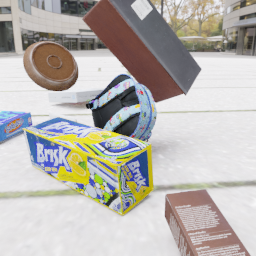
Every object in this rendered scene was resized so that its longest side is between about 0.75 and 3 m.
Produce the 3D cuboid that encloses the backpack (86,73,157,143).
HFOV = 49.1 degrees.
[{"bbox_3d":[-0.022,-0.320,6.259,1.156,1.569,1.719,2,-27,-36],"label":"backpack"}]

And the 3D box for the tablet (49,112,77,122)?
[{"bbox_3d":[-1.727,-0.005,7.563,1.135,0.738,0.077,13,28,37],"label":"tablet"}]

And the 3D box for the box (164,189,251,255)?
[{"bbox_3d":[0.881,1.272,3.336,0.587,0.439,1.172,-5,29,-9],"label":"box"}]

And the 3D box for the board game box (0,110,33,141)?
[{"bbox_3d":[-4.176,-0.102,8.141,2.127,0.479,1.618,3,19,16],"label":"board game box"}]

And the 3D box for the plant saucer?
[{"bbox_3d":[-1.423,-1.224,5.355,1.092,1.092,0.188,-14,-11,-37],"label":"plant saucer"}]

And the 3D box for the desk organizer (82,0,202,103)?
[{"bbox_3d":[0.355,-1.890,6.376,1.045,2.715,0.973,-14,35,53],"label":"desk organizer"}]

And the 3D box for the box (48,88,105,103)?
[{"bbox_3d":[-1.932,-1.439,12.083,1.799,0.475,2.307,5,12,38],"label":"box"}]

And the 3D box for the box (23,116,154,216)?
[{"bbox_3d":[-0.856,0.543,5.326,2.743,0.961,0.882,14,29,40],"label":"box"}]
